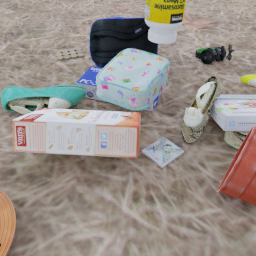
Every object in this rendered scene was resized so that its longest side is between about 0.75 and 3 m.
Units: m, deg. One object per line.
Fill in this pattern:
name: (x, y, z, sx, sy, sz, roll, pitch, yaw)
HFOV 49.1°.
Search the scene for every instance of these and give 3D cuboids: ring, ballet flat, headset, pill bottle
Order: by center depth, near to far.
ring: (-3.519, 2.253, 5.411, 2.720, 0.261, 2.720, -3, 42, 3)
ballet flat: (3.478, 0.513, 7.350, 1.991, 0.621, 0.672, 28, 46, 29)
ballet flat: (2.015, -0.620, 7.891, 0.710, 0.789, 2.095, 23, 76, 33)
pill bottle: (1.156, -3.802, 8.609, 1.225, 2.179, 1.225, 1, 36, -1)
ballet flat: (-2.671, -0.807, 8.905, 2.695, 0.907, 0.949, -1, 64, 0)
ballet flat: (4.772, -1.695, 10.211, 1.270, 0.424, 0.426, 2, 57, 0)
headset: (3.587, -3.141, 11.545, 1.155, 0.879, 1.870, -16, 31, -18)

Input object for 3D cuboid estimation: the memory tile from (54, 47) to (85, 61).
memory tile: (-2.571, -3.249, 12.284, 1.239, 0.104, 0.950, -13, 42, -16)

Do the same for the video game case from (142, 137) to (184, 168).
video game case: (0.946, 0.642, 7.606, 0.863, 0.095, 0.787, -29, 48, -30)

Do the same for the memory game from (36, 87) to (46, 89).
memory game: (-3.095, -1.170, 9.817, 0.939, 0.060, 0.939, -1, 40, 0)

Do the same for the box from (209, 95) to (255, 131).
box: (3.331, -0.497, 8.131, 1.795, 0.474, 2.302, 0, 21, 1)

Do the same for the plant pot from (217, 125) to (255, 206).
plant pot: (3.087, 1.071, 6.021, 1.660, 1.706, 1.706, 29, 47, 19)

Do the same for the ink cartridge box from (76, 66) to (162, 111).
ink cartridge box: (-0.268, -1.401, 9.654, 2.705, 0.598, 1.272, 13, 42, 15)

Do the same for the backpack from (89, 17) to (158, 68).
backpack: (-0.143, -3.075, 10.673, 2.516, 2.044, 2.111, 2, 12, 3)

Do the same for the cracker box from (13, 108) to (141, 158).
cracker box: (-1.130, 0.045, 7.156, 2.877, 0.830, 1.927, 2, 12, 3)

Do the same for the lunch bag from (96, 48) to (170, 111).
lunch bag: (0.154, -1.572, 8.700, 1.860, 0.894, 2.319, 18, 44, 20)
